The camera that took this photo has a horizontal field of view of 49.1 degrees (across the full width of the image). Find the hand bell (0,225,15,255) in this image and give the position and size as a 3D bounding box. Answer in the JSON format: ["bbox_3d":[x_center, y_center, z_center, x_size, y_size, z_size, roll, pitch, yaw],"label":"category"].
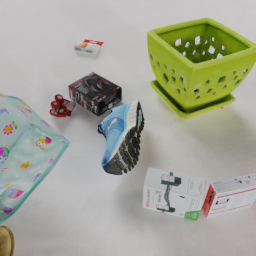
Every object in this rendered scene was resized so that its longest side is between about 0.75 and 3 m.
[{"bbox_3d":[-3.641,2.604,6.025,2.041,1.063,1.063,-3,42,17],"label":"hand bell"}]

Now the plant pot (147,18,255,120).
[{"bbox_3d":[2.306,-1.931,9.534,2.646,2.413,2.660,-18,46,-20],"label":"plant pot"}]

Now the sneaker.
[{"bbox_3d":[-0.326,0.297,8.390,1.285,1.120,2.857,-6,36,19],"label":"sneaker"}]

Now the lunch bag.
[{"bbox_3d":[-3.301,0.730,6.890,2.447,1.751,2.872,36,91,30],"label":"lunch bag"}]

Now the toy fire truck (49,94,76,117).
[{"bbox_3d":[-2.265,-0.702,9.682,0.749,0.500,0.892,19,46,-5],"label":"toy fire truck"}]

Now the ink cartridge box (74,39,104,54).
[{"bbox_3d":[-1.829,-3.955,13.232,1.036,0.320,1.277,12,47,12],"label":"ink cartridge box"}]

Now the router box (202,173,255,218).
[{"bbox_3d":[2.476,1.628,6.696,1.231,1.105,0.301,-9,45,-11],"label":"router box"}]

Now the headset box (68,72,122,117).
[{"bbox_3d":[-1.242,-1.292,10.115,1.684,0.632,1.252,32,52,27],"label":"headset box"}]

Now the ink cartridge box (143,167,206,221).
[{"bbox_3d":[1.079,1.600,6.789,1.400,1.026,0.582,11,44,13],"label":"ink cartridge box"}]
